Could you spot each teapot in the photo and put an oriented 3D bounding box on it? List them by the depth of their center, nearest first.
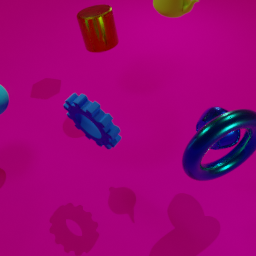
[{"bbox_3d":[0.877,-2.457,5.288,0.729,0.574,1.173,-28,56,-25],"label":"teapot"},{"bbox_3d":[1.898,0.077,6.186,0.780,1.594,0.991,-30,79,-19],"label":"teapot"}]

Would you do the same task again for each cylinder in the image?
[{"bbox_3d":[-0.840,-2.812,7.926,1.003,1.003,1.003,-8,41,7],"label":"cylinder"}]

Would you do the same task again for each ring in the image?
[{"bbox_3d":[1.921,0.390,5.625,1.856,1.856,0.371,-18,48,-14],"label":"ring"}]

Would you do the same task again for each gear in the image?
[{"bbox_3d":[-0.733,-0.118,5.718,1.336,1.336,0.247,31,64,23],"label":"gear"}]

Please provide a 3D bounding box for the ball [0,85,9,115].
[{"bbox_3d":[-3.316,-0.685,6.710,0.861,0.861,0.861,0,50,0],"label":"ball"}]
